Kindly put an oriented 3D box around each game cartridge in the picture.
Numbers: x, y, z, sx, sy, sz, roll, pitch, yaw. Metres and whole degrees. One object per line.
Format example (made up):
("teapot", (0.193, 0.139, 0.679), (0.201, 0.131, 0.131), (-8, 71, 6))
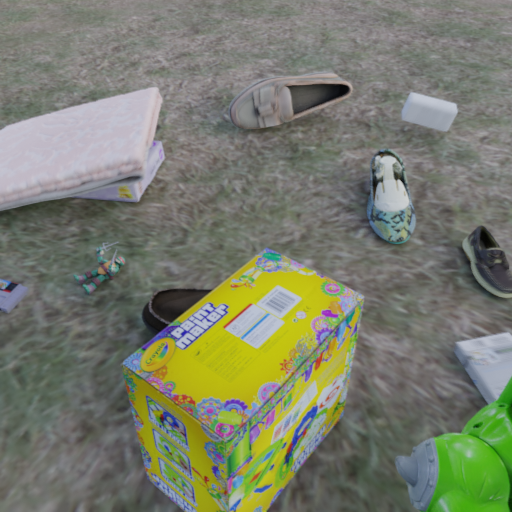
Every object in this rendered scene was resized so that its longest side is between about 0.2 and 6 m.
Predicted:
("game cartridge", (-4.765, 0.691, 10.274), (0.973, 0.187, 0.631), (12, 45, 15))

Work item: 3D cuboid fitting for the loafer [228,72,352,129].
("loafer", (0.971, -4.269, 15.174), (3.471, 1.248, 1.091), (-21, 27, -18))

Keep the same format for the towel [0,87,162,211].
("towel", (-4.319, -2.497, 12.952), (4.161, 0.671, 3.975), (-12, 38, 5))

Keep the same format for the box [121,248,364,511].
("box", (-0.069, 1.755, 7.138), (1.572, 2.483, 2.578), (27, 46, 29))

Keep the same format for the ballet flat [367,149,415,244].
("ballet flat", (2.874, -1.433, 12.205), (1.046, 1.046, 2.818), (2, 39, 2))

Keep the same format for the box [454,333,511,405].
("box", (3.880, 1.812, 8.834), (0.971, 0.256, 1.245), (-9, 40, -10))

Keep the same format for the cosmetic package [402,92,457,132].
("cosmetic package", (4.571, -3.805, 14.819), (1.252, 0.635, 0.446), (14, 48, -3))

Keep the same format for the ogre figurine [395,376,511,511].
("ogre figurine", (3.631, 2.723, 6.183), (4.743, 2.327, 2.844), (-28, 58, -14))

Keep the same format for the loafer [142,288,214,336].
("loafer", (-0.456, 0.863, 9.346), (2.963, 1.057, 1.082), (4, 40, 5))

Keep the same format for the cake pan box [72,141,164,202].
("cake pan box", (-3.430, -2.110, 13.346), (1.987, 0.564, 2.157), (7, 40, 8))

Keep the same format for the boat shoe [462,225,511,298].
("boat shoe", (4.443, 0.071, 10.659), (0.632, 0.560, 1.727), (3, 40, -13))

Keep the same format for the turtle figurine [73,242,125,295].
("turtle figurine", (-2.847, 0.231, 10.540), (1.078, 0.543, 0.807), (-41, 38, -20))
